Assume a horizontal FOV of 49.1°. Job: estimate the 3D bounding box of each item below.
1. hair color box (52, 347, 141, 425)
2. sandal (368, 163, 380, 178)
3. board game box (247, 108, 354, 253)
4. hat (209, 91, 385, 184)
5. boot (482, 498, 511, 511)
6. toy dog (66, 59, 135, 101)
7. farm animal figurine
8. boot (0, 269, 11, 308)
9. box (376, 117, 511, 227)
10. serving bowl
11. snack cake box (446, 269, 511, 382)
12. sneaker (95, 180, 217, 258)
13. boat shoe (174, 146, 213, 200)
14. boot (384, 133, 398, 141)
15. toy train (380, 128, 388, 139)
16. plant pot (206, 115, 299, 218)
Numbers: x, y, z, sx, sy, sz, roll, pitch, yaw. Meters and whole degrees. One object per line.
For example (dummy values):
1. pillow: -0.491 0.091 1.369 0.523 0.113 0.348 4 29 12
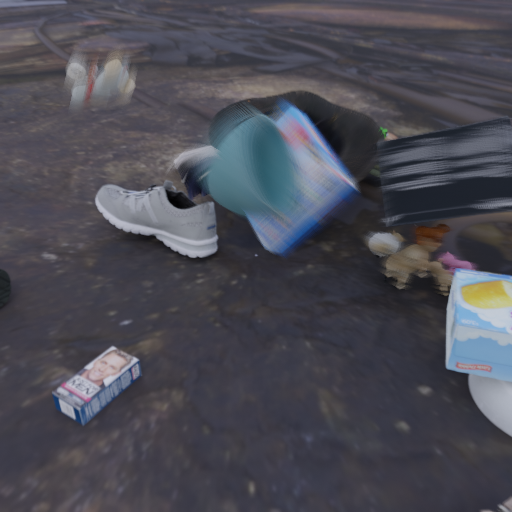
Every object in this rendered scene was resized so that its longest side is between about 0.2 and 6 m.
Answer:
1. hair color box: -2.173 1.762 7.719 0.552 0.334 1.103 19 36 28
2. sandal: 2.313 -2.316 13.917 3.103 0.885 1.232 33 34 21
3. board game box: 0.554 -1.372 10.353 0.532 1.904 1.864 12 43 -52
4. hat: 0.840 -2.184 12.759 3.929 1.585 3.929 0 43 0
5. boot: 2.288 3.228 5.001 2.396 0.842 1.752 -13 29 -24
6. toy dog: -3.145 -3.662 11.590 1.351 0.891 0.651 3 41 6
7. farm animal figurine: 2.958 0.054 9.840 1.554 1.571 0.819 -16 28 31
8. boot: -5.639 0.767 8.948 1.898 0.984 2.906 13 27 30
9. box: 3.084 -1.292 9.035 2.008 1.418 0.792 -6 0 28
10. serving bowl: 3.965 1.682 7.547 2.000 0.658 2.000 0 33 0
11. snack cake box: 3.734 0.995 7.269 2.351 0.790 1.352 9 32 14
12. sneaker: -1.922 -1.006 11.174 2.910 1.193 1.087 21 24 21
13. boat shoe: -1.103 -1.588 10.663 0.644 0.799 1.724 -13 17 13
14. boot: 2.764 -3.070 15.356 1.491 0.736 1.920 -29 49 -32
15. toy train: 3.047 -3.378 15.057 0.319 0.236 1.130 -33 45 -23
16. plant pot: -0.169 -1.319 9.106 1.098 1.630 1.630 -14 23 31
